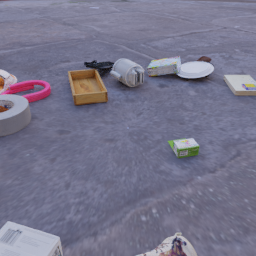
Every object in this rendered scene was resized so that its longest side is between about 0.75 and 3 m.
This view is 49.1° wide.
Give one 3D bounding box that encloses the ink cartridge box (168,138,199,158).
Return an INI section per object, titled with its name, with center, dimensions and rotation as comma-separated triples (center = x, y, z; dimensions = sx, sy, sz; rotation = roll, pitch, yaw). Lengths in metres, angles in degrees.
[ink cartridge box]
center = 1.631, 0.475, 8.368
dimensions = 0.647, 0.332, 0.875
rotation = -8, 34, -13

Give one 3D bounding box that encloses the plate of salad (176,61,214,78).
[plate of salad]
center = 3.155, -2.710, 13.324
dimensions = 1.786, 0.429, 1.786
rotation = -7, 35, 5

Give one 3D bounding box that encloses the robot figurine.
[robot figurine]
center = -0.010, -2.480, 12.458
dimensions = 1.530, 1.019, 1.804
rotation = -16, 35, -31

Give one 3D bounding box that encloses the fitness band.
[fitness band]
center = -4.179, -1.482, 11.489
dimensions = 1.981, 0.371, 1.423
rotation = -22, 38, -29

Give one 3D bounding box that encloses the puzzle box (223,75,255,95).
[puzzle box]
center = 5.016, -1.901, 12.284
dimensions = 1.189, 0.227, 1.787
rotation = 1, 32, 1

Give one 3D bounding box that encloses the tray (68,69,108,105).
[tray]
center = -1.762, -1.798, 11.892
dimensions = 1.311, 0.492, 2.658
rotation = -8, 32, -12

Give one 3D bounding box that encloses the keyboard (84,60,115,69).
[keyboard]
center = -1.453, -3.171, 13.892
dimensions = 1.384, 0.224, 2.178
rotation = 12, 19, 18

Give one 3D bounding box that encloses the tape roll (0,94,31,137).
[tape roll]
center = -4.358, -0.461, 9.579
dimensions = 1.935, 0.639, 1.935
rotation = 0, 31, 0

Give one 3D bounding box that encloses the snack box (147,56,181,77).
[snack box]
center = 1.755, -2.972, 13.492
dimensions = 1.428, 0.483, 1.204
rotation = -5, 29, 22

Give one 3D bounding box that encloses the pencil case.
[pencil case]
center = 0.022, 2.524, 4.482
dimensions = 2.404, 0.935, 1.075
rotation = -13, 56, -20

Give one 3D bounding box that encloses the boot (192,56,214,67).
[boot]
center = 4.066, -3.388, 14.493
dimensions = 1.352, 0.466, 1.451
rotation = 21, 33, 33

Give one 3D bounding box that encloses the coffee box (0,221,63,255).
[coffee box]
center = -1.788, 2.393, 4.601
dimensions = 1.053, 1.043, 1.055
rotation = 11, 33, 16

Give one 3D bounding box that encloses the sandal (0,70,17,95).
[sandal]
center = -5.555, -1.908, 11.719
dimensions = 1.108, 0.829, 2.892
rotation = 1, 32, 1
